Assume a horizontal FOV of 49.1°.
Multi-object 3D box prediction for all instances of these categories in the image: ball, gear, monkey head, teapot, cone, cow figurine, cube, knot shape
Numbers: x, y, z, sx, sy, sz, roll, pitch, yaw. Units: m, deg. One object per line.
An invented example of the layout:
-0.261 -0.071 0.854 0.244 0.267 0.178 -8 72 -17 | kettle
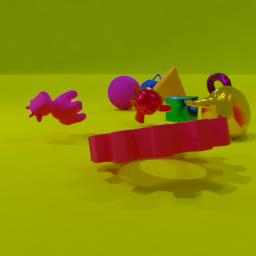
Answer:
-0.139 -1.342 10.596 1.283 1.283 1.283 0 12 0 | ball
0.449 0.176 4.239 2.044 0.378 2.044 -8 -2 0 | gear
0.495 -0.601 7.472 1.241 0.893 0.748 33 51 20 | monkey head
0.921 -1.683 12.596 0.844 1.724 1.072 48 19 30 | teapot
1.841 -1.259 10.751 1.569 1.563 1.563 40 10 -6 | cone
-1.543 -0.384 6.079 1.120 1.138 0.625 -24 61 -10 | cow figurine
1.620 -0.581 8.384 0.724 0.724 0.724 10 15 40 | cube
2.084 -0.331 6.277 1.919 1.193 0.940 21 -23 -37 | teapot
2.688 -0.901 8.168 0.712 1.442 1.541 -7 15 21 | knot shape
